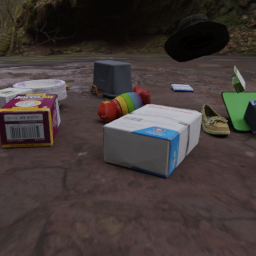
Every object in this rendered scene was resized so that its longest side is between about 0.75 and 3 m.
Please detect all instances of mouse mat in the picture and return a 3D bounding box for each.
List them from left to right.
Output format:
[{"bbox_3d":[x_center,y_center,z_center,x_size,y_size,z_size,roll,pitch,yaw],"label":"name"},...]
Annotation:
[{"bbox_3d":[5.071,-0.659,10.662,2.692,0.101,2.166,0,48,-1],"label":"mouse mat"}]

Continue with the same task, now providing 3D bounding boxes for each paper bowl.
[{"bbox_3d":[-4.048,-1.504,13.030,2.332,1.213,2.332,0,18,0],"label":"paper bowl"}]

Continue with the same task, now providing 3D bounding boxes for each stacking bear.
[{"bbox_3d":[-0.236,-0.848,11.308,2.042,1.161,1.240,-19,28,-20],"label":"stacking bear"}]

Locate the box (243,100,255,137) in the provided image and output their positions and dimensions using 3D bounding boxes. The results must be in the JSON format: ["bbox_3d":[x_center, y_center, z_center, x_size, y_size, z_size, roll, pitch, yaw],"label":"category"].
[{"bbox_3d":[5.018,-0.350,9.703,1.511,0.809,1.122,-2,41,-4],"label":"box"}]

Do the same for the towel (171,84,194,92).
[{"bbox_3d":[3.400,-2.492,17.627,1.238,0.201,1.686,2,20,-1],"label":"towel"}]

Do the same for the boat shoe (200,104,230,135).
[{"bbox_3d":[3.131,-0.306,10.302,0.786,0.678,2.154,0,18,0],"label":"boat shoe"}]

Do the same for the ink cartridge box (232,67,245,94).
[{"bbox_3d":[3.720,-1.669,9.618,0.296,0.781,0.577,-25,22,34],"label":"ink cartridge box"}]

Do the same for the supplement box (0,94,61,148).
[{"bbox_3d":[-3.228,-0.334,9.515,1.563,1.232,2.387,-2,19,-7],"label":"supplement box"}]

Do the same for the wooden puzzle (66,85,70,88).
[{"bbox_3d":[-4.692,-2.318,17.020,2.516,0.294,1.697,-10,17,-29],"label":"wooden puzzle"}]

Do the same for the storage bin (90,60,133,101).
[{"bbox_3d":[-1.021,-2.724,15.638,2.068,1.909,2.842,-12,21,-31],"label":"storage bin"}]

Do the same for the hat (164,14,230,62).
[{"bbox_3d":[2.675,-3.811,11.316,2.797,1.128,2.797,-8,-15,-2],"label":"hat"}]

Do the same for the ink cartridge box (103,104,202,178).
[{"bbox_3d":[0.795,0.204,8.059,1.917,1.124,2.619,11,20,28],"label":"ink cartridge box"}]

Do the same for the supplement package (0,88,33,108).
[{"bbox_3d":[-4.755,-0.890,11.264,1.181,1.173,1.557,6,19,18],"label":"supplement package"}]
